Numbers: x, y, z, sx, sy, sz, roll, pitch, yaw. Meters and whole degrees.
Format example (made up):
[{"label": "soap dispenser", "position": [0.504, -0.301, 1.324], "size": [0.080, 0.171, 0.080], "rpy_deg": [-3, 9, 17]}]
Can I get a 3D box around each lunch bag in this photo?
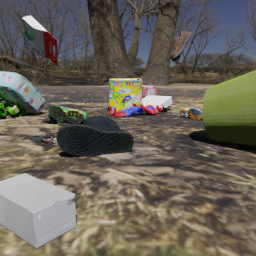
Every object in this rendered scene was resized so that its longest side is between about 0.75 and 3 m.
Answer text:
[{"label": "lunch bag", "position": [-5.677, -1.710, 14.298], "size": [2.146, 1.032, 2.676], "rpy_deg": [8, -27, 24]}]

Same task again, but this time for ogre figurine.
[{"label": "ogre figurine", "position": [-6.178, -0.969, 13.645], "size": [1.242, 1.017, 2.072], "rpy_deg": [17, 25, 26]}]

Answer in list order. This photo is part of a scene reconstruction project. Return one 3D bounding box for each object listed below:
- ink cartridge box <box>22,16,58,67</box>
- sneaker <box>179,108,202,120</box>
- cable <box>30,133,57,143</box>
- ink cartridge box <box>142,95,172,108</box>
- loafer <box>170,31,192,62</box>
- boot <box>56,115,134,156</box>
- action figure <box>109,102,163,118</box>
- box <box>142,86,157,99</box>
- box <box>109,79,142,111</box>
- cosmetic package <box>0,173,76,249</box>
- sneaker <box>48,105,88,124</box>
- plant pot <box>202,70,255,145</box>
[{"label": "ink cartridge box", "position": [-2.899, -2.821, 9.290], "size": [0.362, 1.164, 1.446], "rpy_deg": [-33, 69, -29]}, {"label": "sneaker", "position": [3.184, -0.730, 13.515], "size": [0.650, 0.555, 1.474], "rpy_deg": [-7, 14, -32]}, {"label": "cable", "position": [-2.659, 0.393, 8.936], "size": [1.180, 0.297, 0.573], "rpy_deg": [-9, 25, 19]}, {"label": "ink cartridge box", "position": [1.481, -1.438, 17.854], "size": [1.836, 0.542, 2.294], "rpy_deg": [9, 31, 36]}, {"label": "loafer", "position": [2.415, -3.952, 13.445], "size": [0.646, 1.819, 0.664], "rpy_deg": [29, -23, 3]}, {"label": "boot", "position": [-1.084, 0.151, 8.167], "size": [2.173, 0.830, 1.826], "rpy_deg": [3, 13, -22]}, {"label": "action figure", "position": [0.543, -0.965, 14.495], "size": [2.921, 0.755, 0.956], "rpy_deg": [-3, 9, -27]}, {"label": "box", "position": [1.262, -2.867, 22.833], "size": [1.110, 1.159, 2.325], "rpy_deg": [-7, 12, -31]}, {"label": "box", "position": [-0.154, -1.937, 16.302], "size": [1.874, 1.805, 1.143], "rpy_deg": [0, 14, -3]}, {"label": "cosmetic package", "position": [-1.415, 1.126, 4.056], "size": [1.298, 0.585, 0.693], "rpy_deg": [13, 18, 39]}, {"label": "sneaker", "position": [-2.688, -0.541, 12.465], "size": [1.967, 0.768, 0.838], "rpy_deg": [14, 8, 20]}, {"label": "plant pot", "position": [3.758, -0.578, 8.127], "size": [2.747, 2.893, 2.893], "rpy_deg": [-5, 5, 45]}]
